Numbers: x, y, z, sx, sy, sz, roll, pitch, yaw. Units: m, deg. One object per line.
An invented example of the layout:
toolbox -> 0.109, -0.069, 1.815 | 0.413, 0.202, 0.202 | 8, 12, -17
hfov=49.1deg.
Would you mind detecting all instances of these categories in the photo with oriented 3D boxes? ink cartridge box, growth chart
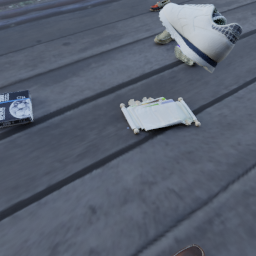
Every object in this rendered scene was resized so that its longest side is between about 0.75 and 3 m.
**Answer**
ink cartridge box -> -3.491, -0.547, 8.137 | 1.322, 0.287, 1.309 | -13, 46, -11
growth chart -> 0.875, -0.439, 8.095 | 2.044, 0.181, 1.479 | -8, 44, -8

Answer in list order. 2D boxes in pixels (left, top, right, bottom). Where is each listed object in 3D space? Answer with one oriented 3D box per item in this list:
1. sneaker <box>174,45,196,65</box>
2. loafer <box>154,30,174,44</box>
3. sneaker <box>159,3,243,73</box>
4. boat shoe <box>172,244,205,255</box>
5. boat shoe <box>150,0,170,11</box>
sneaker -> 2.206, -2.692, 10.321 | 0.566, 0.396, 1.138 | -19, 51, -27
loafer -> 1.615, -3.800, 11.373 | 1.343, 0.459, 0.508 | -29, 51, -27
sneaker -> 1.773, -2.626, 7.191 | 1.137, 1.198, 2.977 | 16, 34, -34
boat shoe -> 0.759, 2.529, 4.721 | 1.632, 0.574, 0.574 | -32, 42, -32
boat shoe -> 1.583, -6.049, 13.783 | 1.145, 0.358, 0.407 | -20, 49, -18
